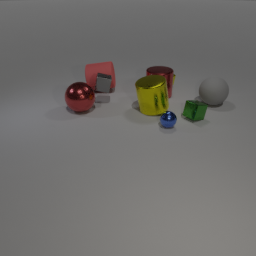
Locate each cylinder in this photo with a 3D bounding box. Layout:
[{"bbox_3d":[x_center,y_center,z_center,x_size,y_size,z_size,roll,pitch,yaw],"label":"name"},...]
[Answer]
[{"bbox_3d":[1.115,-1.509,12.796,1.400,1.400,1.400,-9,33,6],"label":"cylinder"},{"bbox_3d":[-1.465,-2.794,15.055,1.400,1.400,1.400,-6,28,5],"label":"cylinder"},{"bbox_3d":[1.625,-2.360,14.577,1.400,1.400,1.400,0,29,0],"label":"cylinder"}]

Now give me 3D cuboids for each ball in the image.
[{"bbox_3d":[1.671,-0.358,11.601,0.700,0.700,0.700,0,28,0],"label":"ball"},{"bbox_3d":[4.145,-1.796,13.549,1.400,1.400,1.400,0,28,0],"label":"ball"},{"bbox_3d":[-2.199,-1.418,12.863,1.400,1.400,1.400,0,28,0],"label":"ball"}]

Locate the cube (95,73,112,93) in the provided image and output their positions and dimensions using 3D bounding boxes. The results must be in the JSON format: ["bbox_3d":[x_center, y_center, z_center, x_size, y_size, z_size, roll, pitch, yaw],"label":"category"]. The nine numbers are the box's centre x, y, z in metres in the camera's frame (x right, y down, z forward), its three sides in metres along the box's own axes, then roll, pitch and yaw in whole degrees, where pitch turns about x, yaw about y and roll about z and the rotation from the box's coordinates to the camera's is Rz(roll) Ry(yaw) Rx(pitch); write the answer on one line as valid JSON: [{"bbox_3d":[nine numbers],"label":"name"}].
[{"bbox_3d":[-1.186,-2.168,13.422,0.700,0.700,0.700,10,27,-9],"label":"cube"}]

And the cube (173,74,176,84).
[{"bbox_3d":[2.130,-2.746,15.668,0.700,0.700,0.700,-27,56,-26],"label":"cube"}]

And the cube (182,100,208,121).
[{"bbox_3d":[2.935,-0.788,12.261,0.700,0.700,0.700,-6,26,-39],"label":"cube"}]
